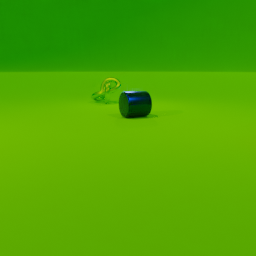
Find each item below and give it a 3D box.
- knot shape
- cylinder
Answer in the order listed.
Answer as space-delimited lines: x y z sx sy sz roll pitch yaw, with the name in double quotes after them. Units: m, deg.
-0.978 -1.657 12.705 1.488 0.688 1.393 -44 20 7 "knot shape"
0.229 -0.778 9.150 0.835 0.835 0.835 -5 14 -25 "cylinder"
